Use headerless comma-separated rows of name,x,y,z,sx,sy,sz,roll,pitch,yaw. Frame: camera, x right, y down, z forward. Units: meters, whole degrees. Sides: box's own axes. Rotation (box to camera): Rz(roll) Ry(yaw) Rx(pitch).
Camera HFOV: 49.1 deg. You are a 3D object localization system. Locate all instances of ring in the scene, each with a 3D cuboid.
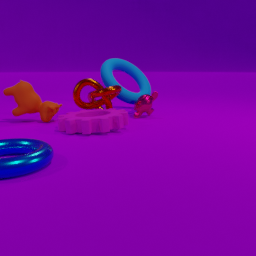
ring,-1.941,0.452,4.499,1.452,0.290,1.452,0,12,0
ring,-0.053,-1.642,9.790,2.000,2.000,0.400,-13,-26,-45

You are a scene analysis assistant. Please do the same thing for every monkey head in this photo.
monkey head,0.572,-0.678,8.781,0.754,1.048,0.632,42,-2,-20

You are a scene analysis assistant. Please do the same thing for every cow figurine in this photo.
cow figurine,-2.646,-0.764,7.932,1.326,1.348,0.740,-18,14,3

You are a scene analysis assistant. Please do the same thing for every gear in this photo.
gear,-0.887,-0.205,7.163,1.758,0.325,1.758,-3,12,1

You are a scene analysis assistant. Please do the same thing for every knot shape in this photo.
knot shape,-0.780,-0.928,8.217,1.328,0.656,1.420,-22,-43,29
